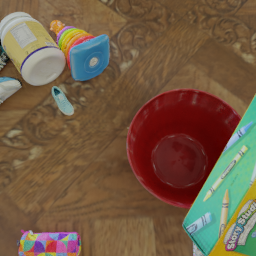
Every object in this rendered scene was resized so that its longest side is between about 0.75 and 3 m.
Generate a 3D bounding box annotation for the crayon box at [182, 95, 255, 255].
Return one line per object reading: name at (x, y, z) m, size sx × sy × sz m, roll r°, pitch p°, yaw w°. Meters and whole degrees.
crayon box at (2.349, 0.803, 4.451) m, size 1.715 × 0.841 × 2.887 m, roll 24°, pitch 99°, yaw -22°

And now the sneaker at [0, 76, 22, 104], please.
sneaker at (-4.072, -0.522, 7.901) m, size 2.559 × 0.959 × 1.109 m, roll -30°, pitch 84°, yaw -6°

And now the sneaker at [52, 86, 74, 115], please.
sneaker at (-1.944, -0.800, 8.156) m, size 0.370 × 0.410 × 1.000 m, roll -38°, pitch 74°, yaw -12°

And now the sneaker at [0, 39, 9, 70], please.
sneaker at (-4.064, -2.061, 8.453) m, size 0.805 × 0.719 × 2.014 m, roll -2°, pitch 68°, yaw 4°

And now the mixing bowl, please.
mixing bowl at (1.402, 0.638, 7.009) m, size 2.850 × 1.544 × 2.850 m, roll 0°, pitch 68°, yaw 1°

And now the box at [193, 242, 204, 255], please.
box at (2.316, 2.909, 6.880) m, size 1.388 × 0.241 × 0.764 m, roll 5°, pitch 70°, yaw 2°

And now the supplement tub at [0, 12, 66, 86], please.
supplement tub at (-2.838, -2.329, 8.222) m, size 1.348 × 1.348 × 1.854 m, roll -34°, pitch 73°, yaw -12°

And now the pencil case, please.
pencil case at (-1.873, 2.802, 6.730) m, size 1.479 × 0.653 × 0.653 m, roll 3°, pitch 70°, yaw -1°

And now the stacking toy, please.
stacking toy at (-1.698, -2.611, 8.528) m, size 1.332 × 1.260 × 2.295 m, roll -32°, pitch 62°, yaw -25°
